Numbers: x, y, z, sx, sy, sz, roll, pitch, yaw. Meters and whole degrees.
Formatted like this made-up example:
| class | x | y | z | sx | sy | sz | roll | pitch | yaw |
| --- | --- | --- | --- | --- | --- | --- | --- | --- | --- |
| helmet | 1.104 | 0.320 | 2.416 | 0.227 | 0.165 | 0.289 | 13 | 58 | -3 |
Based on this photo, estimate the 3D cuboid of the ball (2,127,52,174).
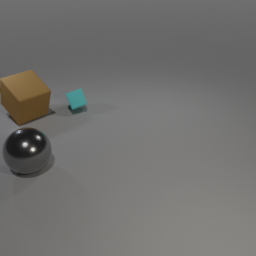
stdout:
| class | x | y | z | sx | sy | sz | roll | pitch | yaw |
| --- | --- | --- | --- | --- | --- | --- | --- | --- | --- |
| ball | -3.025 | 0.684 | 8.448 | 1.400 | 1.400 | 1.400 | 0 | 29 | 0 |

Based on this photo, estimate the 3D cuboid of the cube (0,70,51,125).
| class | x | y | z | sx | sy | sz | roll | pitch | yaw |
| --- | --- | --- | --- | --- | --- | --- | --- | --- | --- |
| cube | -4.154 | -1.253 | 11.358 | 1.400 | 1.400 | 1.400 | -29 | 66 | -39 |

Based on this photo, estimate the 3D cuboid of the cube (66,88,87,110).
| class | x | y | z | sx | sy | sz | roll | pitch | yaw |
| --- | --- | --- | --- | --- | --- | --- | --- | --- | --- |
| cube | -2.228 | -1.246 | 12.195 | 0.700 | 0.700 | 0.700 | -22 | 5 | -9 |
